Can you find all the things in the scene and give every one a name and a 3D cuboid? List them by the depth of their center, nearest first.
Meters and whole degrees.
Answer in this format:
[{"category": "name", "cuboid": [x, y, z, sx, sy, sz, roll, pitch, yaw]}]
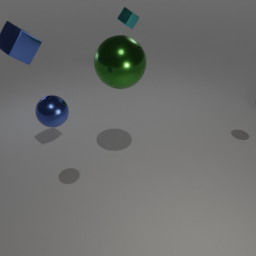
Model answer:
[{"category": "ball", "cuboid": [-1.631, -0.358, 6.041, 0.700, 0.700, 0.700, 0, 32, 0]}, {"category": "cube", "cuboid": [-2.812, -2.173, 7.189, 0.700, 0.700, 0.700, 36, 8, 28]}, {"category": "ball", "cuboid": [-0.206, -1.739, 7.463, 1.400, 1.400, 1.400, 0, 32, 0]}, {"category": "cube", "cuboid": [0.027, -5.677, 14.477, 0.700, 0.700, 0.700, 45, 21, 25]}]
